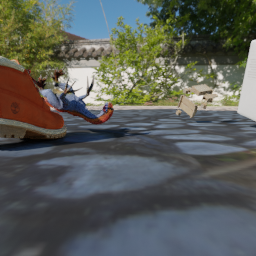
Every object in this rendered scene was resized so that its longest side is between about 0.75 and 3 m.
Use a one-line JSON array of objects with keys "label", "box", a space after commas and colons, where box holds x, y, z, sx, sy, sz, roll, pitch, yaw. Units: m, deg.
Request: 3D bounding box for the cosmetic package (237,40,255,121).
[{"label": "cosmetic package", "box": [3.930, -1.085, 6.794, 1.653, 1.976, 1.643, 5, 14, -5]}]

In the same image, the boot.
[{"label": "boot", "box": [-1.777, -0.451, 4.932, 0.930, 1.329, 2.479, 0, -5, 12]}]

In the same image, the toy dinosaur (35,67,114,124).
[{"label": "toy dinosaur", "box": [-1.092, -0.531, 5.783, 0.965, 1.667, 1.838, -29, -18, -42]}]

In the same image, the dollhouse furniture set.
[{"label": "dollhouse furniture set", "box": [2.256, -0.736, 9.111, 0.608, 1.246, 1.063, -12, 43, -31]}]
